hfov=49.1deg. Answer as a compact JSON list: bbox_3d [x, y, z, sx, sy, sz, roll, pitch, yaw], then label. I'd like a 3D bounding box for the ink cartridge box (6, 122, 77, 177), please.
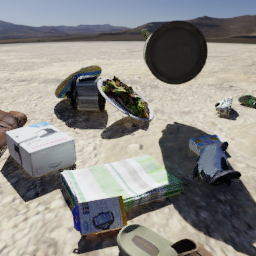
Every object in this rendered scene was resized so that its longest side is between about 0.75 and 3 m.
[{"bbox_3d":[-2.776,0.595,8.892,1.458,0.841,2.010,-18,28,-37],"label":"ink cartridge box"}]

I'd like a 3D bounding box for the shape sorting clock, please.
[{"bbox_3d":[-2.610,-2.422,14.725,0.553,2.821,2.821,53,41,8],"label":"shape sorting clock"}]

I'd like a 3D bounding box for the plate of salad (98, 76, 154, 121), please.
[{"bbox_3d":[0.016,-1.421,12.537,2.958,0.710,2.958,26,29,-16],"label":"plate of salad"}]

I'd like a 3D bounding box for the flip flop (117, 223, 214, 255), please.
[{"bbox_3d":[0.904,2.279,4.858,2.680,0.772,1.087,19,29,38],"label":"flip flop"}]

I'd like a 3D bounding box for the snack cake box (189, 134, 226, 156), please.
[{"bbox_3d":[2.743,0.569,9.600,1.106,0.372,0.636,-9,23,-19],"label":"snack cake box"}]

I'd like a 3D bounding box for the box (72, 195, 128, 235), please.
[{"bbox_3d":[-0.616,1.888,6.049,1.127,0.234,0.671,-6,67,-13],"label":"box"}]

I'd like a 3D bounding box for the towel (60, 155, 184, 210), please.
[{"bbox_3d":[-0.212,1.382,7.537,2.806,0.431,2.094,-11,25,-25],"label":"towel"}]

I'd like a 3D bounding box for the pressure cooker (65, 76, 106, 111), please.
[{"bbox_3d":[-2.013,-1.596,13.281,1.863,1.639,1.664,1,56,4],"label":"pressure cooker"}]

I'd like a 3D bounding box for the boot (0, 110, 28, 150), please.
[{"bbox_3d":[-5.452,0.138,10.106,2.772,0.955,2.974,0,26,5],"label":"boot"}]

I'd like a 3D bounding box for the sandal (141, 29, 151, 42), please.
[{"bbox_3d":[1.079,-3.785,13.379,0.535,1.875,0.744,-39,15,-21],"label":"sandal"}]

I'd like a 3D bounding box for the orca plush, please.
[{"bbox_3d":[2.566,1.118,7.512,0.900,1.331,2.531,41,0,0],"label":"orca plush"}]

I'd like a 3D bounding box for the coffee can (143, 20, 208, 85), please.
[{"bbox_3d":[1.687,-2.908,10.902,2.127,2.127,2.907,1,15,1],"label":"coffee can"}]

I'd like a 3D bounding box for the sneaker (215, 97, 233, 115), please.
[{"bbox_3d":[4.605,-1.149,13.468,0.764,0.640,1.727,12,24,21],"label":"sneaker"}]

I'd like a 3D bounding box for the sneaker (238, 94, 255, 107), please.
[{"bbox_3d":[6.297,-1.336,14.161,1.443,0.555,0.639,11,32,29],"label":"sneaker"}]
